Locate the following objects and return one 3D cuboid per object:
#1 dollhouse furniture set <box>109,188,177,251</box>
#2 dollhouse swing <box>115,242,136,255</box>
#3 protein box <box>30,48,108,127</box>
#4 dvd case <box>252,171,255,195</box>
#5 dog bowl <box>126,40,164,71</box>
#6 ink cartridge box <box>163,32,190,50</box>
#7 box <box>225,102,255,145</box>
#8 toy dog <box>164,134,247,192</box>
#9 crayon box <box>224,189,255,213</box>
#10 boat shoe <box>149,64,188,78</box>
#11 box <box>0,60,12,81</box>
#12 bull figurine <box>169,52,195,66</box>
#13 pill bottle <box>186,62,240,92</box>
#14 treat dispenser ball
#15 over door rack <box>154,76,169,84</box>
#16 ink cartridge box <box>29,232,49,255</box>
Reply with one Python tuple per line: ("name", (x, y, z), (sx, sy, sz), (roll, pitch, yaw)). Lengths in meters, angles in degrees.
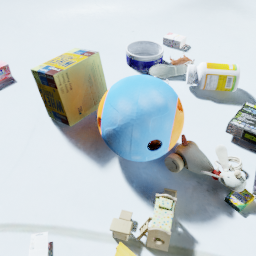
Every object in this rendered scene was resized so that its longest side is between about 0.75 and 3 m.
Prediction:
("dollhouse furniture set", (0.523, 2.257, 8.139), (1.666, 1.047, 1.884), (10, 43, 11))
("dollhouse swing", (-0.153, 3.648, 6.393), (1.201, 1.322, 1.162), (30, 52, 30))
("protein box", (-2.258, -1.728, 11.464), (1.553, 2.285, 2.301), (20, 45, 37))
("dvd case", (5.375, 1.583, 9.471), (1.965, 0.211, 2.642), (17, 42, 19))
("dog bowl", (0.903, -3.995, 15.326), (2.057, 0.810, 2.057), (0, 42, 0))
("ink cartridge box", (2.964, -5.285, 17.007), (1.496, 0.505, 0.871), (23, 47, 24))
("box", (5.314, -0.050, 10.959), (2.305, 0.548, 2.226), (26, 38, 26))
("toy dog", (2.550, 0.998, 9.233), (2.667, 1.284, 1.759), (8, 40, 18))
("crayon box", (3.566, 2.184, 8.837), (0.905, 0.233, 0.569), (-26, 48, -27))
("boat shoe", (2.075, -2.901, 14.410), (1.944, 0.708, 0.601), (-3, 2, 5))
("box", (-6.662, -2.737, 13.993), (0.663, 0.718, 1.400), (28, 49, 27))
("bull figurine", (2.912, -3.645, 15.152), (1.415, 0.461, 0.859), (-14, 52, -13))
("pill bottle", (3.957, -2.436, 13.222), (2.292, 1.273, 1.273), (6, 42, 7))
("treat dispenser ball", (0.438, -0.337, 9.671), (2.976, 2.976, 2.976), (0, 42, 0))
("over door rack", (1.097, -1.772, 12.973), (1.952, 0.650, 1.442), (-5, 41, -5))
("ink cartridge box", (-2.397, 3.313, 7.579), (0.501, 0.232, 0.920), (-7, 41, -7))
